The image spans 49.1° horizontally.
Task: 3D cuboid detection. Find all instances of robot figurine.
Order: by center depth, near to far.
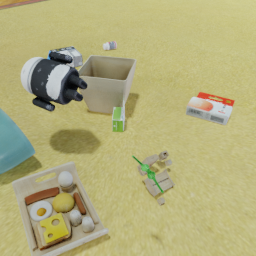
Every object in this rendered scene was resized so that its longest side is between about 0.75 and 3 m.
[{"bbox_3d":[-2.292,-1.438,8.666,1.996,1.246,1.500,19,48,11],"label":"robot figurine"}]

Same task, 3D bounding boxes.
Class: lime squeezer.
[{"bbox_3d":[0.370,0.861,5.424,0.910,0.172,0.321,51,24,-2],"label":"lime squeezer"}]

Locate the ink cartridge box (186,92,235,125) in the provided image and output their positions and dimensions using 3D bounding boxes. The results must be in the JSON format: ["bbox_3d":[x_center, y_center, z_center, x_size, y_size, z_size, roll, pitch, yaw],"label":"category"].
[{"bbox_3d":[3.646,-1.064,12.082,1.717,0.531,2.118,18,43,21],"label":"ink cartridge box"}]

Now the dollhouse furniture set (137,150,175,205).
[{"bbox_3d":[0.990,1.622,8.854,1.242,0.711,1.456,-16,68,-33],"label":"dollhouse furniture set"}]

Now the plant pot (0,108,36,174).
[{"bbox_3d":[-4.269,0.557,8.863,2.049,2.049,1.644,30,60,33],"label":"plant pot"}]

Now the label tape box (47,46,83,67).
[{"bbox_3d":[-3.762,-3.837,15.560,2.093,0.663,1.509,-18,41,-23],"label":"label tape box"}]

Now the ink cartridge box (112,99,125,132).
[{"bbox_3d":[-0.371,-0.579,10.866,0.457,1.206,0.891,1,38,2],"label":"ink cartridge box"}]

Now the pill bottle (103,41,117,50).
[{"bbox_3d":[-1.128,-5.101,17.370,0.781,0.467,0.467,-18,41,-21],"label":"pill bottle"}]

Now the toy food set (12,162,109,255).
[{"bbox_3d":[-1.939,2.140,7.645,1.926,0.811,2.684,-17,41,-21],"label":"toy food set"}]

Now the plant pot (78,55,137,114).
[{"bbox_3d":[-0.849,-1.752,11.884,2.076,1.840,2.078,8,37,10],"label":"plant pot"}]
